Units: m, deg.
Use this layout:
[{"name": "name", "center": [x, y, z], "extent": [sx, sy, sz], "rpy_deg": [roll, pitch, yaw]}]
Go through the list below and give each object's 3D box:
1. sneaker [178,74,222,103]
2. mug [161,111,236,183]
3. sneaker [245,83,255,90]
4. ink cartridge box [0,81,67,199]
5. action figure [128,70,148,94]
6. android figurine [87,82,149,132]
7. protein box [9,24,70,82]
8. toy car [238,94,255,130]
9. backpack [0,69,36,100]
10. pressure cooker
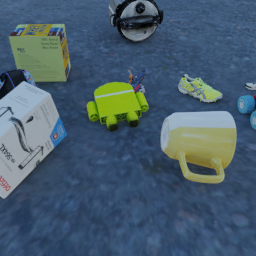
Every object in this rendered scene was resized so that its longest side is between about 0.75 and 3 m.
[{"name": "sneaker", "center": [2.517, -1.385, 9.827], "extent": [1.613, 0.616, 0.608], "rpy_deg": [23, 43, 25]}, {"name": "mug", "center": [1.655, 0.285, 6.803], "extent": [1.511, 1.474, 1.840], "rpy_deg": [7, 15, -6]}, {"name": "sneaker", "center": [4.753, -1.578, 10.289], "extent": [0.848, 0.339, 0.313], "rpy_deg": [9, 42, 13]}, {"name": "ink cartridge box", "center": [-2.710, 0.286, 6.657], "extent": [0.954, 1.652, 2.263], "rpy_deg": [25, 58, 23]}, {"name": "action figure", "center": [0.287, -1.617, 10.079], "extent": [1.177, 0.616, 1.139], "rpy_deg": [-44, 54, 5]}, {"name": "android figurine", "center": [-0.367, -0.786, 9.116], "extent": [1.945, 0.439, 2.137], "rpy_deg": [-13, 47, -9]}, {"name": "protein box", "center": [-3.257, -2.850, 10.663], "extent": [1.793, 1.806, 1.218], "rpy_deg": [-1, 39, -1]}, {"name": "toy car", "center": [4.603, -1.083, 8.430], "extent": [1.768, 1.918, 1.696], "rpy_deg": [-6, 40, -6]}, {"name": "backpack", "center": [-3.687, -1.064, 8.882], "extent": [1.446, 1.320, 0.973], "rpy_deg": [-17, 14, 35]}, {"name": "pressure cooker", "center": [0.290, -5.364, 13.321], "extent": [2.199, 2.233, 2.500], "rpy_deg": [-42, 42, 17]}]
